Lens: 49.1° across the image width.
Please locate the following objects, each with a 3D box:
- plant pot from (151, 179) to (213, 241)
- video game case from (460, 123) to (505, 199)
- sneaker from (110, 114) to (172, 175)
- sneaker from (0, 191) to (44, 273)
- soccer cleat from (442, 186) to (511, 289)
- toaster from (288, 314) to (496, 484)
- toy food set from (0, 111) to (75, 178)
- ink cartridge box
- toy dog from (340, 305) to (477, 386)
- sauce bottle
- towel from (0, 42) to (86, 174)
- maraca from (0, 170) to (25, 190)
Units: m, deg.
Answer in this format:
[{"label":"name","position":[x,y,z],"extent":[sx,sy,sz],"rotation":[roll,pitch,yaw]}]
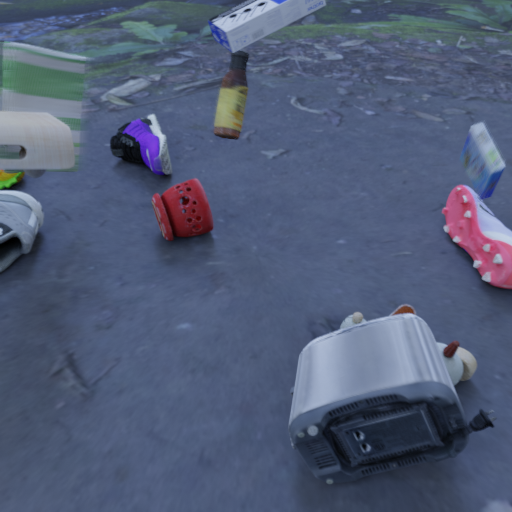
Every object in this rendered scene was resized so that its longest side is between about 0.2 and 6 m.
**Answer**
[{"label":"plant pot","position":[-1.567,-0.927,11.762],"extent":[1.063,1.168,1.168],"rotation":[-19,40,-10]},{"label":"video game case","position":[4.108,-1.708,10.228],"extent":[0.245,1.077,0.976],"rotation":[-16,66,3]},{"label":"sneaker","position":[-3.009,-2.721,14.358],"extent":[1.389,0.971,2.793],"rotation":[-13,34,-11]},{"label":"sneaker","position":[-6.087,-0.354,10.862],"extent":[3.559,1.335,2.055],"rotation":[-6,40,-10]},{"label":"soccer cleat","position":[4.692,-0.394,11.311],"extent":[1.131,0.986,2.957],"rotation":[12,35,-14]},{"label":"toaster","position":[1.647,1.810,7.463],"extent":[2.542,1.444,1.642],"rotation":[-21,30,16]},{"label":"toy food set","position":[-4.176,-1.791,8.895],"extent":[1.998,0.841,2.784],"rotation":[-6,21,-29]},{"label":"ink cartridge box","position":[0.173,-4.123,9.503],"extent":[1.828,0.404,0.859],"rotation":[-29,42,-6]},{"label":"toy dog","position":[2.332,1.403,8.706],"extent":[2.184,1.052,1.440],"rotation":[12,39,15]},{"label":"sauce bottle","position":[-0.468,-3.276,11.406],"extent":[0.575,1.743,0.575],"rotation":[10,5,-1]},{"label":"towel","position":[-4.088,-2.774,10.827],"extent":[0.273,2.336,1.782],"rotation":[18,18,31]},{"label":"maraca","position":[-5.989,-1.976,13.636],"extent":[0.705,0.550,1.028],"rotation":[-14,45,16]}]
